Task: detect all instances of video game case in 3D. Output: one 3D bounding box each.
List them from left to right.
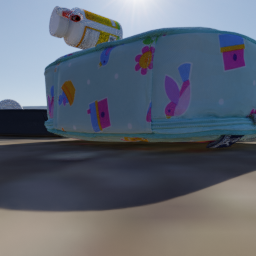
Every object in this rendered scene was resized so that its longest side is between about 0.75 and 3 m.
[{"bbox_3d":[-1.332,-0.089,4.246,2.492,0.318,2.252,0,1,17],"label":"video game case"}]

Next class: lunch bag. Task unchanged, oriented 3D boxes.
[{"bbox_3d":[0.256,-0.203,2.104,1.621,0.625,1.300,1,-1,43],"label":"lunch bag"}]

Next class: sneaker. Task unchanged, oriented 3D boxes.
[{"bbox_3d":[-1.817,-3.500,8.661,0.842,0.281,0.451,12,30,-10],"label":"sneaker"}]

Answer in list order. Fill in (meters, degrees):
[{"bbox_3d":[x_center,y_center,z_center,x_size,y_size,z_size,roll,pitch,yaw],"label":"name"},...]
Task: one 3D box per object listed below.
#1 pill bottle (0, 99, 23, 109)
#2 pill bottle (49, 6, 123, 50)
[{"bbox_3d":[-5.766,-0.716,13.425,1.237,1.237,2.207,-1,1,-27],"label":"pill bottle"},{"bbox_3d":[-1.489,-3.453,9.959,2.391,1.328,1.328,5,-2,-36],"label":"pill bottle"}]
